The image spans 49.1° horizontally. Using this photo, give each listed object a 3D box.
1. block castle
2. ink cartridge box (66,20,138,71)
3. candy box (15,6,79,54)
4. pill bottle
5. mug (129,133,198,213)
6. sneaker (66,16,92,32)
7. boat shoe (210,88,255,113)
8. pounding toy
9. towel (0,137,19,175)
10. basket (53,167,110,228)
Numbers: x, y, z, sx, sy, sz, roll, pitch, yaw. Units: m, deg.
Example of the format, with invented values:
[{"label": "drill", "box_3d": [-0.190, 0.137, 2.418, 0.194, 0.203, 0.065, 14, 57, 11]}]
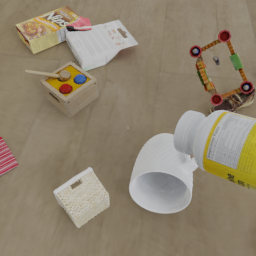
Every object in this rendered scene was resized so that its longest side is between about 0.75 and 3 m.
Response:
[{"label": "block castle", "box_3d": [2.828, -1.807, 8.566, 1.333, 0.936, 1.995, -23, 92, 27]}, {"label": "ink cartridge box", "box_3d": [-1.167, -3.730, 12.411, 2.620, 0.656, 2.109, -20, 57, -18]}, {"label": "candy box", "box_3d": [-3.522, -4.563, 12.872, 2.694, 0.745, 1.555, -31, 59, -19]}, {"label": "pill bottle", "box_3d": [2.055, 0.382, 5.263, 2.253, 1.262, 1.262, 21, 55, 36]}, {"label": "mug", "box_3d": [1.238, 1.008, 8.030, 1.686, 2.284, 2.002, 42, 35, -17]}, {"label": "sneaker", "box_3d": [-1.826, -3.803, 10.214, 0.440, 0.518, 1.194, 4, 18, 36]}, {"label": "boat shoe", "box_3d": [3.908, -0.990, 10.357, 1.929, 0.694, 0.696, -20, 57, -14]}, {"label": "pounding toy", "box_3d": [-2.411, -1.623, 10.409, 1.898, 1.349, 1.747, 37, 62, 23]}, {"label": "towel", "box_3d": [-4.394, 0.991, 9.278, 1.024, 0.159, 1.416, -31, 62, -23]}, {"label": "basket", "box_3d": [-1.260, 2.005, 7.925, 1.231, 1.242, 0.999, -32, 66, -20]}]
